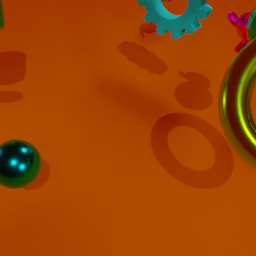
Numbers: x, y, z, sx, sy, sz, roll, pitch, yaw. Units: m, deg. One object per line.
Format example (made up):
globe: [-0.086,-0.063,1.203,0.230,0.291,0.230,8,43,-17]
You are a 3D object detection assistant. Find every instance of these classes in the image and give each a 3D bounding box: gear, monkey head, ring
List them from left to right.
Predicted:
gear: [1.011,-2.957,6.266,1.805,1.805,0.334,33,52,23]
monkey head: [2.529,-1.976,5.818,1.094,0.659,0.787,30,88,20]
ring: [2.220,-0.319,3.511,2.079,0.416,2.079,0,90,17]

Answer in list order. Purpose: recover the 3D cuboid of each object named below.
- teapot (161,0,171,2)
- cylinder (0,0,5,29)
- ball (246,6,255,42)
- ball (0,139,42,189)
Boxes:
teapot: [1.157,-4.015,8.176,1.251,0.778,0.612,-43,77,-7]
cylinder: [-3.152,-2.612,5.665,1.119,1.119,1.119,0,15,0]
ball: [2.528,-1.702,4.645,1.037,1.037,1.037,0,52,0]
ball: [-1.820,0.585,4.566,0.802,0.802,0.802,0,52,0]
